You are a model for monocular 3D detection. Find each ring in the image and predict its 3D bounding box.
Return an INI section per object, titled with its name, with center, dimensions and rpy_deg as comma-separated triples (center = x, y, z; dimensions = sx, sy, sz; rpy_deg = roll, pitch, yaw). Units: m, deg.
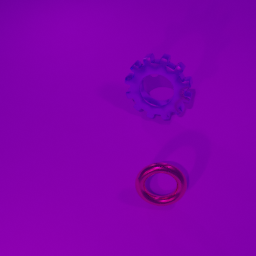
[ring]
center = 0.759, 1.319, 6.491
dimensions = 1.199, 1.199, 0.240
rpy_deg = 6, 28, 3

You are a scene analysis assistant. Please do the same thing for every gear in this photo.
[gear]
center = 0.791, -1.056, 7.364
dimensions = 1.758, 1.758, 0.325
rpy_deg = 20, 39, 10
